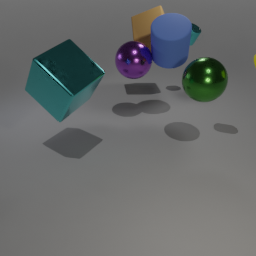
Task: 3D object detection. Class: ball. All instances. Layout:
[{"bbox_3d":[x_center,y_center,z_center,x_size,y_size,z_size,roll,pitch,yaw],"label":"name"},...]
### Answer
[{"bbox_3d":[2.400,-1.506,8.793,1.400,1.400,1.400,0,29,0],"label":"ball"},{"bbox_3d":[0.210,-2.545,10.518,1.400,1.400,1.400,0,29,0],"label":"ball"}]

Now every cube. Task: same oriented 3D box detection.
[{"bbox_3d":[-1.772,-1.306,7.816,1.400,1.400,1.400,44,51,0],"label":"cube"},{"bbox_3d":[1.081,-4.181,12.358,1.400,1.400,1.400,-14,62,19],"label":"cube"}]

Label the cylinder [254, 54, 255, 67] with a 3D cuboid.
[{"bbox_3d":[4.268,-2.010,8.398,0.700,0.700,0.700,-19,10,45],"label":"cylinder"}]

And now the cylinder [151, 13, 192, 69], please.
[{"bbox_3d":[1.533,-3.132,10.135,1.400,1.400,1.400,-3,59,4],"label":"cylinder"}]

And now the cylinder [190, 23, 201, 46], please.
[{"bbox_3d":[2.783,-4.164,12.464,0.700,0.700,0.700,13,50,-15],"label":"cylinder"}]
